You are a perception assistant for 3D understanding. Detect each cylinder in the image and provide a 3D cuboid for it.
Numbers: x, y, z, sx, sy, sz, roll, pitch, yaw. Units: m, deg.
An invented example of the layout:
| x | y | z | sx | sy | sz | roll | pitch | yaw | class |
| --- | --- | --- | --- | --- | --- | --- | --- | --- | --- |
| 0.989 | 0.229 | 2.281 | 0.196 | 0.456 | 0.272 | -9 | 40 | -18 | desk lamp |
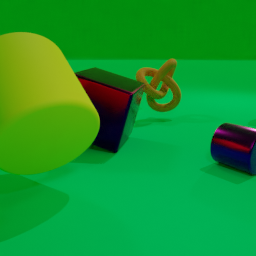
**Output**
| x | y | z | sx | sy | sz | roll | pitch | yaw | class |
| --- | --- | --- | --- | --- | --- | --- | --- | --- | --- |
| -1.259 | -0.310 | 3.720 | 1.359 | 1.359 | 1.359 | -10 | 53 | -34 | cylinder |
| 1.904 | 0.330 | 4.738 | 0.730 | 0.730 | 0.730 | -12 | 19 | -37 | cylinder |

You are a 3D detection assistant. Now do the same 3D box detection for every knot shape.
| x | y | z | sx | sy | sz | roll | pitch | yaw | class |
| --- | --- | --- | --- | --- | --- | --- | --- | --- | --- |
| 0.855 | -1.258 | 8.059 | 1.467 | 1.568 | 0.725 | 4 | 6 | -37 | knot shape |

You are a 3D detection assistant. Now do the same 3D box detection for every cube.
| x | y | z | sx | sy | sz | roll | pitch | yaw | class |
| --- | --- | --- | --- | --- | --- | --- | --- | --- | --- |
| -0.499 | -0.441 | 5.903 | 1.265 | 1.265 | 1.265 | 19 | 21 | 8 | cube |
